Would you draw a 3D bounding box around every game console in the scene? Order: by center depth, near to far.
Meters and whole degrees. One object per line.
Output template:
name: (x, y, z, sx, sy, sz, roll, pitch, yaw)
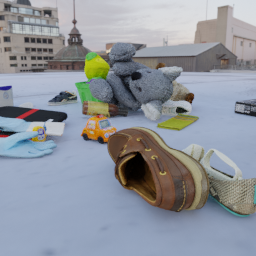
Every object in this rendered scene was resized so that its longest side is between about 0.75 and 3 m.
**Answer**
game console: (-3.421, -0.105, 8.583, 2.419, 0.425, 2.735, 8, 19, 6)

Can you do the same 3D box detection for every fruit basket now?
fruit basket: (-1.209, -2.336, 13.369, 1.955, 2.710, 2.710, 10, 17, 36)

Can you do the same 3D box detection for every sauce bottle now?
sauce bottle: (-0.855, -0.683, 10.638, 1.737, 0.573, 0.573, 5, 12, -15)

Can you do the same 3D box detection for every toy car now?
toy car: (-1.326, 0.080, 7.311, 2.184, 0.727, 1.071, -9, 16, -35)

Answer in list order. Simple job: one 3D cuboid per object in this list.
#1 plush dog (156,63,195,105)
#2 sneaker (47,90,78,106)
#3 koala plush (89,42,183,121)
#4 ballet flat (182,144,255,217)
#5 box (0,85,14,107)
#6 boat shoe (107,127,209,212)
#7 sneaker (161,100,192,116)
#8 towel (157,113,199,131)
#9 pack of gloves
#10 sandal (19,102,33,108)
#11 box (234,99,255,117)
plush dog: (1.870, -1.675, 12.804, 2.134, 1.993, 2.484, 20, 3, -29)
sneaker: (-3.269, -1.511, 13.931, 0.651, 0.659, 1.660, 14, 21, 40)
koala plush: (0.590, -1.580, 10.614, 2.864, 2.540, 2.632, 17, -15, 46)
ballet flat: (1.298, 0.694, 4.697, 0.698, 0.774, 2.057, 1, 11, -29)
box: (-6.296, -1.215, 11.718, 2.107, 1.106, 1.938, 4, 14, 17)
boat shoe: (0.188, 0.572, 4.796, 0.882, 0.940, 2.612, -2, 16, -28)
sneaker: (1.588, -0.800, 11.032, 1.873, 0.659, 0.751, 1, 18, 7)
towel: (1.775, -0.233, 9.723, 0.838, 0.176, 1.947, 7, 16, 30)
pack of gloves: (-2.871, 0.043, 7.035, 2.343, 0.462, 1.969, 4, 26, -7)
sandal: (-3.828, -0.520, 10.544, 0.653, 0.394, 1.605, -19, 32, -14)
box: (5.609, -0.763, 11.136, 1.618, 0.511, 2.052, -9, 16, -32)
